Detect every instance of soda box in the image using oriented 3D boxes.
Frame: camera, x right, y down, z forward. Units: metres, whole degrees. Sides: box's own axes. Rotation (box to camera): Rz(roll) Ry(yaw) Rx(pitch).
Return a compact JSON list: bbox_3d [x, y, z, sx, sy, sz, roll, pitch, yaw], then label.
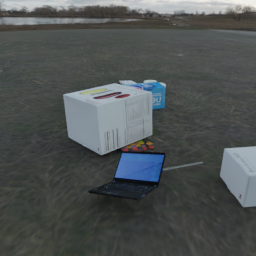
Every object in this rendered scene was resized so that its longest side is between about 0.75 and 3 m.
[{"bbox_3d":[0.095,-1.326,12.259,2.961,1.004,0.950,-8,26,-17],"label":"soda box"}]

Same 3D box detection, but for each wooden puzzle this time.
[{"bbox_3d":[0.143,0.564,9.237,1.373,0.096,0.815,-7,26,-16],"label":"wooden puzzle"}]

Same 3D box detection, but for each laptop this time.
[{"bbox_3d":[0.016,1.067,6.718,1.345,0.784,1.518,-1,4,33],"label":"laptop"}]

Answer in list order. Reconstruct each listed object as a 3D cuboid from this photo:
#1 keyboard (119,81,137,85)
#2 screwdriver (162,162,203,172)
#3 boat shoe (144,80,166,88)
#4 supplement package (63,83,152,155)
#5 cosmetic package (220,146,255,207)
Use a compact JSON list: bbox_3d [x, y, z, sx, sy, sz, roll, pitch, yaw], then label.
[{"bbox_3d":[0.481,-2.203,15.213,0.818,0.155,2.906,-12,27,-24],"label":"keyboard"},{"bbox_3d":[1.121,1.163,7.735,2.114,0.295,0.308,-4,56,-10],"label":"screwdriver"},{"bbox_3d":[1.377,-2.160,14.691,0.612,0.512,1.712,-19,27,-24],"label":"boat shoe"},{"bbox_3d":[-0.663,-0.438,9.466,2.181,1.604,2.085,-20,27,-36],"label":"supplement package"},{"bbox_3d":[3.863,1.114,7.042,2.607,0.929,1.322,-4,25,-7],"label":"cosmetic package"}]
